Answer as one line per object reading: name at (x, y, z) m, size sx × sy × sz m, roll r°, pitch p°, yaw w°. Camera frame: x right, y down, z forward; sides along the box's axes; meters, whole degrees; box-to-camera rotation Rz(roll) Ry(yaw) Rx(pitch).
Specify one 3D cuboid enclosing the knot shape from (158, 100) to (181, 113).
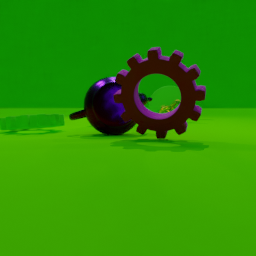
knot shape at (1.626, -0.700, 10.495) m, size 0.981 × 0.484 × 1.048 m, roll -20°, pitch 10°, yaw 42°

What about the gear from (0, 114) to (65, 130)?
gear at (-2.361, -0.141, 6.969) m, size 1.504 × 0.278 × 1.504 m, roll -5°, pitch -1°, yaw 0°

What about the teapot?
teapot at (-0.302, -0.480, 6.295) m, size 2.060 × 1.281 × 1.009 m, roll -15°, pitch 0°, yaw -14°

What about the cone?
cone at (1.832, -0.684, 11.966) m, size 1.626 × 1.626 × 1.632 m, roll 1°, pitch -22°, yaw 17°

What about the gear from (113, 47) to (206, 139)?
gear at (0.545, -0.592, 4.997) m, size 1.594 × 1.594 × 0.295 m, roll 1°, pitch 25°, yaw 18°
